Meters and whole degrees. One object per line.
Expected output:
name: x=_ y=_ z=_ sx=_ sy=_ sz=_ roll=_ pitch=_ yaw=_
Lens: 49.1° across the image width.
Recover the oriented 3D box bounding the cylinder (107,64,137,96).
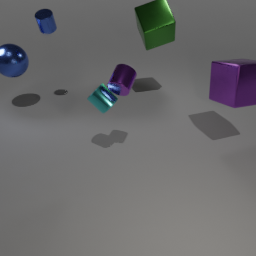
cylinder: x=-0.174 y=-1.432 z=8.380 sx=0.700 sy=0.700 sz=0.700 roll=14 pitch=66 yaw=21

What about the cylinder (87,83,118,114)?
cylinder: x=-0.790 y=-0.914 z=8.730 sx=0.700 sy=0.700 sz=0.700 roll=44 pitch=33 yaw=-11

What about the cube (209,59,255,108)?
cube: x=3.841 y=-1.595 z=9.727 sx=1.400 sy=1.400 sz=1.400 roll=-9 pitch=21 yaw=-19

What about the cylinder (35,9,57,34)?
cylinder: x=-3.250 y=-4.216 z=11.098 sx=0.700 sy=0.700 sz=0.700 roll=-1 pitch=57 yaw=2

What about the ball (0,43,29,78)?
ball: x=-4.917 y=-2.829 z=11.794 sx=1.400 sy=1.400 sz=1.400 roll=0 pitch=32 yaw=0

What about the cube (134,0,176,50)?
cube: x=1.205 y=-4.564 z=12.379 sx=1.400 sy=1.400 sz=1.400 roll=-19 pitch=73 yaw=2
